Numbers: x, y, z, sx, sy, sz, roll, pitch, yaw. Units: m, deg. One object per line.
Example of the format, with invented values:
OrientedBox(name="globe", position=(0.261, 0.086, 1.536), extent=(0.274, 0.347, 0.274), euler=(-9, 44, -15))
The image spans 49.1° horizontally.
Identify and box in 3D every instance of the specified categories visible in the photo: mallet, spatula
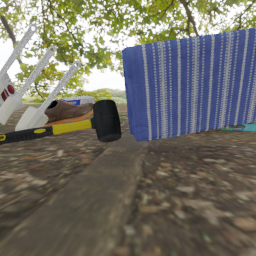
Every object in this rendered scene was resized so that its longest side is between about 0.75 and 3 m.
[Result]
OrientedBox(name="mallet", position=(-1.215, 0.129, 4.957), extent=(2.273, 0.748, 0.468), euler=(-17, -18, -8))
OrientedBox(name="spatula", position=(-2.014, -0.868, 5.703), extent=(1.467, 2.110, 0.169), euler=(38, 11, -17))

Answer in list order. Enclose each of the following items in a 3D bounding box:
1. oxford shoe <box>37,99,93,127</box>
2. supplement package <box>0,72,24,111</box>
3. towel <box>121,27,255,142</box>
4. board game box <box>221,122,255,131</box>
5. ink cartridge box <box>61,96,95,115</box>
OrientedBox(name="oxford shoe", position=(-1.622, -0.474, 7.449), extent=(0.686, 0.702, 1.925), euler=(-5, 14, 42))
OrientedBox(name="supplement package", position=(-4.780, -1.125, 10.135), extent=(1.361, 1.423, 1.046), euler=(-31, 17, -28))
OrientedBox(name="towel", position=(1.255, -0.738, 5.101), extent=(2.638, 1.910, 0.315), euler=(-9, 34, -2))
OrientedBox(name="board game box", position=(3.167, -0.060, 8.127), extent=(0.911, 0.214, 0.688), euler=(2, 7, 16))
OrientedBox(name="ink cartridge box", position=(-2.089, -0.864, 11.580), extent=(0.378, 0.805, 1.712), euler=(21, 20, 28))
